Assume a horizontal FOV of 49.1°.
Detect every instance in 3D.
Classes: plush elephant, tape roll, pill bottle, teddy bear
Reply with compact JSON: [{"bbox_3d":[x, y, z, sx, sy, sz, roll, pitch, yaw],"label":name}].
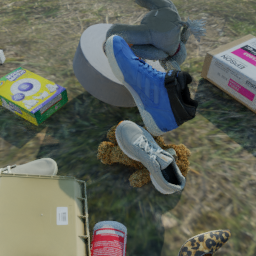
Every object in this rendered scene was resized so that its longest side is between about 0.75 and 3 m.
[{"bbox_3d":[1.034,-2.599,8.524,2.655,2.056,2.187,20,69,17],"label":"plush elephant"},{"bbox_3d":[-0.287,-2.157,9.451,2.989,0.987,2.989,14,51,-18],"label":"tape roll"},{"bbox_3d":[-0.423,2.685,5.764,0.745,0.745,1.327,2,47,2],"label":"pill bottle"},{"bbox_3d":[0.411,0.659,7.616,2.571,0.858,1.864,33,55,28],"label":"teddy bear"}]

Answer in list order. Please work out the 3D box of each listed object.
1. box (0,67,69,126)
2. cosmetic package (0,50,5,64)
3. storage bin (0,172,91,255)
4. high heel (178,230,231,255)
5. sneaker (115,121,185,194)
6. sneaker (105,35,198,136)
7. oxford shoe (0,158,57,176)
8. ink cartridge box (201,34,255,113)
[{"bbox_3d":[-3.522,-1.220,9.567,2.620,0.634,1.537,24,51,23],"label":"box"},{"bbox_3d":[-5.444,-2.865,11.228,0.849,0.457,0.360,2,45,0],"label":"cosmetic package"},{"bbox_3d":[-1.887,2.044,5.952,1.945,0.918,1.959,8,43,-21],"label":"storage bin"},{"bbox_3d":[1.422,3.001,5.383,2.124,0.758,1.514,-29,45,-4],"label":"high heel"},{"bbox_3d":[0.571,0.589,6.295,0.784,0.952,2.070,-43,91,-19],"label":"sneaker"},{"bbox_3d":[0.710,-1.317,7.107,1.609,2.892,1.110,-26,4,33],"label":"sneaker"},{"bbox_3d":[-3.126,1.411,6.946,2.812,0.812,1.057,-20,47,-21],"label":"oxford shoe"},{"bbox_3d":[4.534,-1.955,9.919,2.420,1.103,2.938,-27,53,-24],"label":"ink cartridge box"}]
